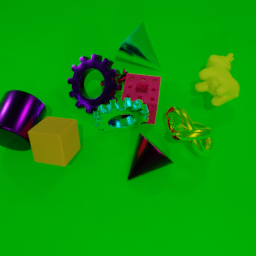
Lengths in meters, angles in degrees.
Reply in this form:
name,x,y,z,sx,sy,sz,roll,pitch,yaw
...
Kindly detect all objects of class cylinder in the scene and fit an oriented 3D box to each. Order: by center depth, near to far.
name,x,y,z,sx,sy,sz,roll,pitch,yaw
cylinder,-3.204,-0.204,8.113,1.314,1.314,1.314,9,58,6

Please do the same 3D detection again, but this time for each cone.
name,x,y,z,sx,sy,sz,roll,pitch,yaw
cone,0.385,1.009,7.775,1.257,1.257,1.262,42,93,23
cone,0.661,-2.598,9.967,1.632,1.626,1.626,44,64,-5

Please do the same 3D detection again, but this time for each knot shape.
name,x,y,z,sx,sy,sz,roll,pitch,yaw
knot shape,1.869,0.177,7.973,0.820,1.660,1.774,-54,26,8

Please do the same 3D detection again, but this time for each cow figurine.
name,x,y,z,sx,sy,sz,roll,pitch,yaw
cow figurine,2.972,-1.578,8.840,1.711,0.954,1.739,-22,54,-22
cow figurine,-0.391,-1.602,9.493,0.951,0.522,0.936,-2,32,26

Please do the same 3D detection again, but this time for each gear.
name,x,y,z,sx,sy,sz,roll,pitch,yaw
gear,-0.194,-0.318,8.013,1.565,1.565,0.290,-9,65,-5
gear,-1.064,-1.370,8.763,1.792,0.331,1.792,2,95,25

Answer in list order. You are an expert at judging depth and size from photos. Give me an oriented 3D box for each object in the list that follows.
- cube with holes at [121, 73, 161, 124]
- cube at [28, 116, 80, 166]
name,x,y,z,sx,sy,sz,roll,pitch,yaw
cube with holes,0.404,-0.899,8.712,1.062,1.062,1.062,7,58,5
cube,-1.938,0.336,7.511,0.934,0.934,0.934,6,29,16
